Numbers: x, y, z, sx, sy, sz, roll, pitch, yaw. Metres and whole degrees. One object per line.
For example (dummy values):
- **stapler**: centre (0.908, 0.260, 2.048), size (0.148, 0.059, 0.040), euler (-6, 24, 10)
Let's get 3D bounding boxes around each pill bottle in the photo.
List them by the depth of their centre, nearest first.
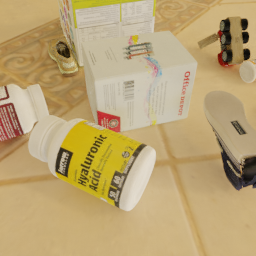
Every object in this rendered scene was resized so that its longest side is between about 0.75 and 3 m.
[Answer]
- **pill bottle**: centre (-0.780, 0.611, 5.884), size (2.467, 1.373, 1.373), euler (21, 49, 17)
- **pill bottle**: centre (-3.210, -0.326, 6.949), size (2.285, 1.291, 1.291), euler (-18, 48, -18)
- **pill bottle**: centre (4.264, -1.905, 8.964), size (1.195, 0.695, 0.695), euler (-16, 47, -16)

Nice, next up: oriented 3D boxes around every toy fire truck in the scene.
- **toy fire truck**: centre (3.253, -2.859, 9.709), size (1.094, 1.496, 1.700), euler (-6, 3, -6)

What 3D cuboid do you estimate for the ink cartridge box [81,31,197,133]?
- **ink cartridge box**: centre (0.223, -1.237, 7.461), size (2.531, 1.839, 1.830), euler (-11, 46, -11)

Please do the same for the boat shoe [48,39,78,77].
- **boat shoe**: centre (-2.245, -2.656, 9.619), size (0.772, 0.820, 2.154), euler (-21, 49, -20)

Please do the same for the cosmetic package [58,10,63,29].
- **cosmetic package**: centre (-2.081, -4.566, 11.610), size (1.417, 0.733, 0.518), euler (-17, 48, -15)

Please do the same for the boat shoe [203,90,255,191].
- **boat shoe**: centre (2.249, 0.233, 6.251), size (0.918, 1.141, 2.460), euler (-5, 40, 0)

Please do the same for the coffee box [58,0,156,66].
- **coffee box**: centre (-0.855, -4.186, 9.788), size (2.756, 2.725, 2.752), euler (-15, 47, -15)
